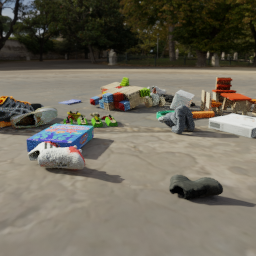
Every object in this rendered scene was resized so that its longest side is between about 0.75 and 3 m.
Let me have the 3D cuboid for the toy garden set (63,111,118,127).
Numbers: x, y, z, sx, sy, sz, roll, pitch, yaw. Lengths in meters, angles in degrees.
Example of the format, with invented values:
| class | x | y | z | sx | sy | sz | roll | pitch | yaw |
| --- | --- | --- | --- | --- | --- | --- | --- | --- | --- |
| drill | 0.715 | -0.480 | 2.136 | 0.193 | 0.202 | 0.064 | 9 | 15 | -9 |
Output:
| class | x | y | z | sx | sy | sz | roll | pitch | yaw |
| --- | --- | --- | --- | --- | --- | --- | --- | --- | --- |
| toy garden set | -1.555 | -0.424 | 11.201 | 2.016 | 0.402 | 1.681 | -3 | 15 | -12 |

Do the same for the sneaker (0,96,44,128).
| class | x | y | z | sx | sy | sz | roll | pitch | yaw |
| --- | --- | --- | --- | --- | --- | --- | --- | --- | --- |
| sneaker | -4.514 | -0.731 | 10.961 | 1.163 | 1.147 | 2.971 | 8 | 15 | 34 |

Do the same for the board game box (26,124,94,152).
| class | x | y | z | sx | sy | sz | roll | pitch | yaw |
| --- | --- | --- | --- | --- | --- | --- | --- | --- | --- |
| board game box | -1.968 | 0.303 | 8.476 | 1.366 | 0.404 | 1.795 | 3 | 15 | 12 |

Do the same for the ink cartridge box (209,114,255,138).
| class | x | y | z | sx | sy | sz | roll | pitch | yaw |
| --- | --- | --- | --- | --- | --- | --- | --- | --- | --- |
| ink cartridge box | 4.091 | -0.123 | 10.152 | 1.503 | 0.377 | 1.732 | -10 | 18 | -36 |

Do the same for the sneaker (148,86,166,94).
| class | x | y | z | sx | sy | sz | roll | pitch | yaw |
| --- | --- | --- | --- | --- | --- | --- | --- | --- | --- |
| sneaker | 1.911 | -2.480 | 18.546 | 1.514 | 0.613 | 0.569 | -7 | 15 | -29 |

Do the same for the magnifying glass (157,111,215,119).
| class | x | y | z | sx | sy | sz | roll | pitch | yaw |
| --- | --- | --- | --- | --- | --- | --- | --- | --- | --- |
| magnifying glass | 2.457 | -0.557 | 11.957 | 2.522 | 0.282 | 1.004 | -1 | 17 | -10 |

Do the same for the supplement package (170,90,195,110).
| class | x | y | z | sx | sy | sz | roll | pitch | yaw |
| --- | --- | --- | --- | --- | --- | --- | --- | --- | --- |
| supplement package | 2.603 | -1.266 | 13.314 | 0.779 | 0.776 | 1.328 | 24 | 22 | 13 |

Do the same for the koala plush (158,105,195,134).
| class | x | y | z | sx | sy | sz | roll | pitch | yaw |
| --- | --- | --- | --- | --- | --- | --- | --- | --- | --- |
| koala plush | 1.706 | -0.318 | 10.067 | 0.942 | 0.977 | 1.063 | -11 | 6 | -37 |

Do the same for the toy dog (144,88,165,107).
| class | x | y | z | sx | sy | sz | roll | pitch | yaw |
| --- | --- | --- | --- | --- | --- | --- | --- | --- | --- |
| toy dog | 1.092 | -1.716 | 14.894 | 1.357 | 0.991 | 2.058 | -13 | 20 | -42 |

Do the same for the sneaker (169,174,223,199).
| class | x | y | z | sx | sy | sz | roll | pitch | yaw |
| --- | --- | --- | --- | --- | --- | --- | --- | --- | --- |
| sneaker | 1.281 | 1.192 | 5.384 | 1.033 | 0.392 | 0.469 | -1 | 23 | 24 |

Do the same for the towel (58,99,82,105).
| class | x | y | z | sx | sy | sz | roll | pitch | yaw |
| --- | --- | --- | --- | --- | --- | --- | --- | --- | --- |
| towel | -3.227 | -1.467 | 15.657 | 0.793 | 0.131 | 1.095 | 9 | 17 | 33 |

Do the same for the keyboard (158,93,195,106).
| class | x | y | z | sx | sy | sz | roll | pitch | yaw |
| --- | --- | --- | --- | --- | --- | --- | --- | --- | --- |
| keyboard | 2.337 | -1.470 | 15.443 | 1.358 | 0.517 | 2.609 | 18 | 1 | -37 |

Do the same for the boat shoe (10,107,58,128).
| class | x | y | z | sx | sy | sz | roll | pitch | yaw |
| --- | --- | --- | --- | --- | --- | --- | --- | --- | --- |
| boat shoe | -3.459 | -0.329 | 10.531 | 1.765 | 0.660 | 0.604 | -19 | 23 | -24 |

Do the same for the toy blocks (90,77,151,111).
| class | x | y | z | sx | sy | sz | roll | pitch | yaw |
| --- | --- | --- | --- | --- | --- | --- | --- | --- | --- |
| toy blocks | -0.593 | -1.554 | 14.085 | 1.988 | 1.454 | 2.909 | -27 | 32 | -36 |

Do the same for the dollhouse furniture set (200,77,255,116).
| class | x | y | z | sx | sy | sz | roll | pitch | yaw |
| --- | --- | --- | --- | --- | --- | --- | --- | --- | --- |
| dollhouse furniture set | 4.934 | -1.570 | 13.397 | 2.872 | 1.480 | 2.841 | 0 | 15 | 0 |

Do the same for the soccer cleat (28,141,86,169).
| class | x | y | z | sx | sy | sz | roll | pitch | yaw |
| --- | --- | --- | --- | --- | --- | --- | --- | --- | --- |
| soccer cleat | -1.715 | 0.727 | 6.703 | 1.737 | 0.596 | 0.740 | 13 | 32 | 40 |
